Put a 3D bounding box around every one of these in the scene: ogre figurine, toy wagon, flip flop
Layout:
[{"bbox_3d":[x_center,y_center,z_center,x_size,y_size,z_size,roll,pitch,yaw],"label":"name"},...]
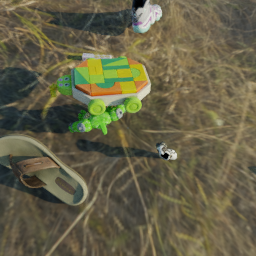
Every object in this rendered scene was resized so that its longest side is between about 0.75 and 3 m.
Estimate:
[{"bbox_3d":[-0.671,-0.227,6.750,1.525,0.914,0.748,-2,97,-11],"label":"ogre figurine"},{"bbox_3d":[-0.658,-1.032,6.396,2.258,0.447,1.752,-5,46,-9],"label":"toy wagon"},{"bbox_3d":[-1.832,0.918,5.719,2.219,0.900,0.639,38,20,-6],"label":"flip flop"}]

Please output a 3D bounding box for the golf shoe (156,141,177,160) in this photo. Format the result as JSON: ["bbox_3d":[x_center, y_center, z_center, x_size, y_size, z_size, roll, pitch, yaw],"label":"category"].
[{"bbox_3d":[0.883,0.618,6.379,0.298,0.766,0.362,-28,47,28],"label":"golf shoe"}]

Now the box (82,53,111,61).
[{"bbox_3d":[-0.934,-2.104,8.438,0.868,0.168,0.180,6,56,4],"label":"box"}]

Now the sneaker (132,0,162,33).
[{"bbox_3d":[0.583,-3.892,8.886,0.637,1.146,1.639,8,47,25],"label":"sneaker"}]
